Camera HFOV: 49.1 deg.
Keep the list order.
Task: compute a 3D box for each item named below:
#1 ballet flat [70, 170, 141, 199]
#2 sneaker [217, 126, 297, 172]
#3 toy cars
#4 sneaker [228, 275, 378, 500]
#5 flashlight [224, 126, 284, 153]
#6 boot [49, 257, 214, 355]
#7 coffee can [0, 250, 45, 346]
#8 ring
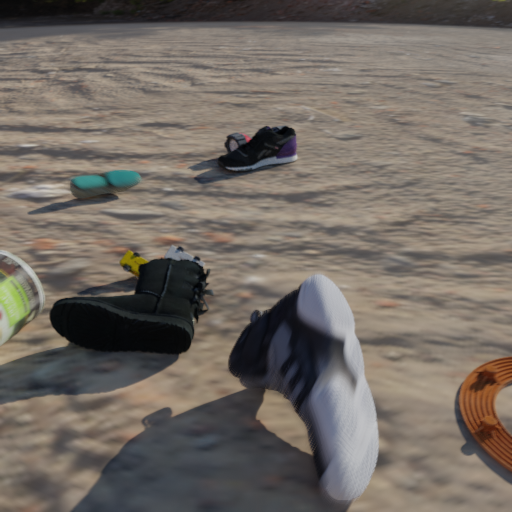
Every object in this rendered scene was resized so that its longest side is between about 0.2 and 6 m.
[{"bbox_3d":[-3.397,-1.603,12.631,1.564,0.498,0.527,-10,60,-24],"label":"ballet flat"},{"bbox_3d":[0.014,-2.833,14.376,2.277,0.997,0.862,-16,32,-27],"label":"sneaker"},{"bbox_3d":[-1.592,0.177,9.512,1.404,0.311,0.629,-7,65,-16],"label":"toy cars"},{"bbox_3d":[0.481,1.531,6.407,1.434,0.951,2.520,-26,50,28],"label":"sneaker"},{"bbox_3d":[0.085,-3.198,15.410,2.033,0.688,0.691,-25,31,-37],"label":"flashlight"},{"bbox_3d":[-1.713,0.614,8.241,2.106,0.779,1.726,8,31,-1],"label":"boot"},{"bbox_3d":[-3.836,0.791,7.457,1.192,1.192,1.628,9,30,17],"label":"coffee can"},{"bbox_3d":[3.599,1.866,6.512,2.335,0.224,2.335,-1,29,0],"label":"ring"}]
